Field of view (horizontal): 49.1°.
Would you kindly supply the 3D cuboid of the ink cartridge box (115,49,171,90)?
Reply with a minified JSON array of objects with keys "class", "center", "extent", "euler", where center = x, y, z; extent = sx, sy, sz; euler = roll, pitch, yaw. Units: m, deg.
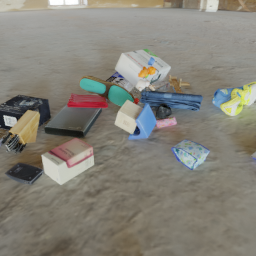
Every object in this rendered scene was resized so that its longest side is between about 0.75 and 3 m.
[{"class":"ink cartridge box","center":[0.836,-3.285,15.370],"extent":[1.911,1.101,2.619],"euler":[43,37,16]}]

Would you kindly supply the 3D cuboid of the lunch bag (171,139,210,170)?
[{"class":"lunch bag","center":[2.089,0.839,9.552],"extent":[1.012,0.645,0.861],"euler":[39,40,27]}]

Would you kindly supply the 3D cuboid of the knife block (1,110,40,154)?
[{"class":"knife block","center":[-3.941,0.122,10.202],"extent":[0.510,1.595,1.400],"euler":[11,2,18]}]

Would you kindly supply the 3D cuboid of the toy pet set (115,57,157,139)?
[{"class":"toy pet set","center":[0.708,-0.897,11.026],"extent":[1.408,2.652,2.476],"euler":[29,52,7]}]

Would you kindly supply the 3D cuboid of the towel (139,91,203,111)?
[{"class":"towel","center":[2.040,-1.310,13.145],"extent":[2.813,0.683,1.571],"euler":[7,12,13]}]

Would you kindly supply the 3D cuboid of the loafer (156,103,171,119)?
[{"class":"loafer","center":[1.615,-0.816,12.315],"extent":[0.563,0.582,1.657],"euler":[11,15,17]}]

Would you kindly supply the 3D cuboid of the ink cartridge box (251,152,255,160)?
[{"class":"ink cartridge box","center":[4.909,0.962,9.805],"extent":[1.395,0.274,0.694],"euler":[-22,37,-35]}]

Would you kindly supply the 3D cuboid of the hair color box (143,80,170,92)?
[{"class":"hair color box","center":[1.539,-2.114,14.943],"extent":[0.737,0.451,1.488],"euler":[22,37,33]}]

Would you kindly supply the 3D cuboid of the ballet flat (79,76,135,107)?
[{"class":"ballet flat","center":[-0.928,-1.830,13.477],"extent":[2.847,0.965,1.030],"euler":[19,24,-1]}]

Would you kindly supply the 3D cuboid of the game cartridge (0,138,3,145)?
[{"class":"game cartridge","center":[-5.378,0.782,10.137],"extent":[0.993,0.294,1.531],"euler":[12,32,12]}]

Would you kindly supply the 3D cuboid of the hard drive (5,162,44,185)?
[{"class":"hard drive","center":[-3.313,1.465,8.975],"extent":[1.043,0.221,0.703],"euler":[12,32,20]}]

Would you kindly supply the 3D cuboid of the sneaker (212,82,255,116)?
[{"class":"sneaker","center":[5.117,-1.670,13.388],"extent":[1.572,1.133,2.992],"euler":[30,43,33]}]

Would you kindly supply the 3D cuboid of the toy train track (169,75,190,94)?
[{"class":"toy train track","center":[2.701,-2.393,15.423],"extent":[1.656,0.470,2.888],"euler":[0,31,0]}]

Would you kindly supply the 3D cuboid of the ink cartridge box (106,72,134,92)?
[{"class":"ink cartridge box","center":[-0.417,-2.428,15.323],"extent":[1.292,0.608,2.749],"euler":[11,32,17]}]

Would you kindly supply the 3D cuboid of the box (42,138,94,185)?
[{"class":"box","center":[-1.934,1.042,9.149],"extent":[0.905,0.771,1.415],"euler":[24,38,35]}]

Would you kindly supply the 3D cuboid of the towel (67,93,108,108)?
[{"class":"towel","center":[-1.876,-1.304,13.061],"extent":[1.774,0.276,2.454],"euler":[1,16,-9]}]

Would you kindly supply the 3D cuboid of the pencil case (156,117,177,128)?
[{"class":"pencil case","center":[1.615,-0.241,11.764],"extent":[0.851,0.372,0.372],"euler":[-12,32,-17]}]

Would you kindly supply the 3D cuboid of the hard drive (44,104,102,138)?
[{"class":"hard drive","center":[-2.262,-0.384,12.003],"extent":[1.673,0.394,2.398],"euler":[6,31,11]}]

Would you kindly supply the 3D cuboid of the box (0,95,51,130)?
[{"class":"box","center":[-4.427,-0.619,11.864],"extent":[1.598,0.954,1.625],"euler":[10,30,17]}]
